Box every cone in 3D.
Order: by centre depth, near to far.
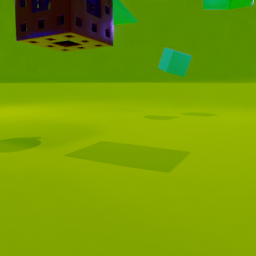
[{"bbox_3d":[-0.171,-4.077,10.204,1.184,1.180,1.180,19,8,-7],"label":"cone"}]

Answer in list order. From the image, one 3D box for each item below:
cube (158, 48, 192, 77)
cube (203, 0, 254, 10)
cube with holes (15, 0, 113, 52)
[{"bbox_3d":[1.796,-2.534,10.801,0.825,0.825,0.825,10,19,-22],"label":"cube"},{"bbox_3d":[3.171,-4.379,8.806,1.116,1.116,1.116,-19,30,-27],"label":"cube"},{"bbox_3d":[-1.177,-2.265,5.332,1.303,1.303,1.303,2,6,29],"label":"cube with holes"}]
